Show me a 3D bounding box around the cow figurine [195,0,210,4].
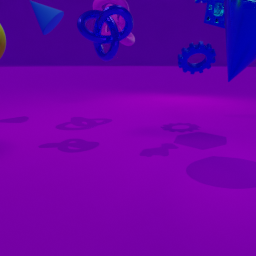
[{"bbox_3d":[1.886,-3.796,7.423,0.523,0.954,0.938,-38,-3,8],"label":"cow figurine"}]

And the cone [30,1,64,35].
[{"bbox_3d":[-3.231,-4.342,10.502,1.156,1.151,1.151,43,8,-11],"label":"cone"}]

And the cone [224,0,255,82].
[{"bbox_3d":[2.575,-1.780,6.218,1.608,1.614,1.608,17,20,-6],"label":"cone"}]

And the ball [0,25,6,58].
[{"bbox_3d":[-3.574,-2.077,6.504,1.360,1.360,1.360,0,14,0],"label":"ball"}]

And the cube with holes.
[{"bbox_3d":[2.949,-3.494,8.123,0.944,0.944,0.944,-20,39,-30],"label":"cube with holes"}]

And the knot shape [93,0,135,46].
[{"bbox_3d":[-0.438,-3.733,10.130,0.916,1.855,1.982,-37,-2,-15],"label":"knot shape"}]

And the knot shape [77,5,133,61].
[{"bbox_3d":[-0.696,-2.670,7.539,1.384,1.479,0.684,30,16,3],"label":"knot shape"}]

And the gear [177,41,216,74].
[{"bbox_3d":[2.261,-2.290,9.245,1.218,1.218,0.225,0,56,-1],"label":"gear"}]
